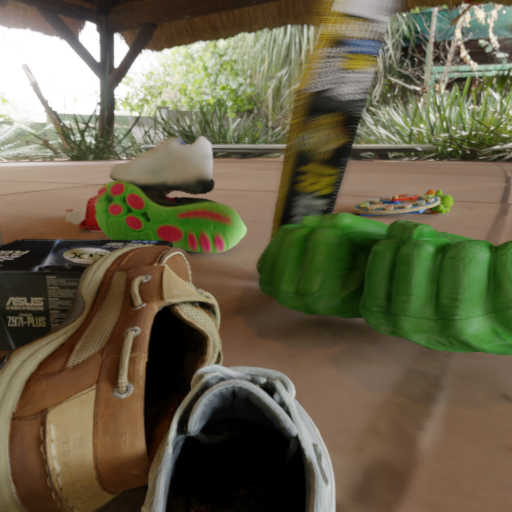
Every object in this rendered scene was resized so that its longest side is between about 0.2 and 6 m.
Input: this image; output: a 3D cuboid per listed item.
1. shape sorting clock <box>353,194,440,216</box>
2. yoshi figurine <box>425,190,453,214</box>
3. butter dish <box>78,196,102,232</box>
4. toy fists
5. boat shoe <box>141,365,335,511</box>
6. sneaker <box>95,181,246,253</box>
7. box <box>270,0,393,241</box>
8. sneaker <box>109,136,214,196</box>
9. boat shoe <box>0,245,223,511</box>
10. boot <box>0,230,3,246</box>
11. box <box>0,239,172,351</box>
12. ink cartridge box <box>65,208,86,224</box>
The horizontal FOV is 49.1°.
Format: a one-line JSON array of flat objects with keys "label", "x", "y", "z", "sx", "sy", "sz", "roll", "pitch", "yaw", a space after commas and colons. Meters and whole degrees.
[{"label": "shape sorting clock", "x": 3.830, "y": -1.439, "z": 15.397, "sx": 2.323, "sy": 0.456, "sz": 2.323, "roll": -6, "pitch": 9, "yaw": 1}, {"label": "yoshi figurine", "x": 5.171, "y": -1.516, "z": 15.723, "sx": 0.690, "sy": 0.687, "sz": 1.227, "roll": 9, "pitch": 19, "yaw": -3}, {"label": "butter dish", "x": -3.452, "y": -1.139, "z": 13.136, "sx": 1.357, "sy": 1.006, "sz": 1.361, "roll": -3, "pitch": 13, "yaw": -10}, {"label": "toy fists", "x": 1.403, "y": 0.211, "z": 5.738, "sx": 1.748, "sy": 1.179, "sz": 3.429, "roll": 3, "pitch": 6, "yaw": -38}, {"label": "boat shoe", "x": -0.017, "y": 1.101, "z": 2.864, "sx": 0.987, "sy": 1.008, "sz": 2.830, "roll": 0, "pitch": 12, "yaw": 0}, {"label": "sneaker", "x": -1.701, "y": -0.656, "z": 10.899, "sx": 3.225, "sy": 1.238, "sz": 1.351, "roll": 15, "pitch": 4, "yaw": 17}, {"label": "box", "x": 0.947, "y": -1.542, "z": 7.735, "sx": 0.800, "sy": 3.243, "sz": 2.590, "roll": 15, "pitch": 53, "yaw": 5}, {"label": "sneaker", "x": -1.826, "y": -1.760, "z": 11.085, "sx": 2.466, "sy": 1.074, "sz": 0.919, "roll": 2, "pitch": -12, "yaw": 27}, {"label": "boat shoe", "x": -0.796, "y": 0.719, "z": 4.160, "sx": 1.150, "sy": 1.178, "sz": 3.115, "roll": -9, "pitch": 20, "yaw": 10}, {"label": "boot", "x": -3.930, "y": 0.506, "z": 6.399, "sx": 0.952, "sy": 1.235, "sz": 2.548, "roll": 31, "pitch": 54, "yaw": 23}, {"label": "box", "x": -2.111, "y": 0.389, "z": 6.408, "sx": 2.060, "sy": 0.887, "sz": 1.687, "roll": 1, "pitch": 13, "yaw": 4}, {"label": "ink cartridge box", "x": -4.336, "y": -1.034, "z": 14.223, "sx": 0.577, "sy": 0.336, "sz": 0.797, "roll": 10, "pitch": 16, "yaw": 38}]
